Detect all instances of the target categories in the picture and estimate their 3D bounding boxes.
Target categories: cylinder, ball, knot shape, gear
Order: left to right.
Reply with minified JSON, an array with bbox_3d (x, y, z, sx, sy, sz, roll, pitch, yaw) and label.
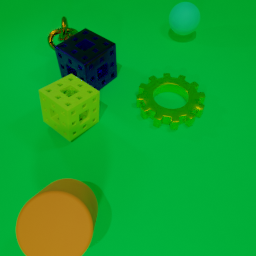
[{"bbox_3d":[-1.171,1.586,4.948,1.203,1.203,1.203,0,89,-2],"label":"cylinder"},{"bbox_3d":[-2.110,-3.122,9.386,0.526,1.139,1.066,37,25,10],"label":"knot shape"},{"bbox_3d":[1.220,-0.813,8.095,1.933,0.358,1.933,0,51,0],"label":"gear"},{"bbox_3d":[1.940,-3.756,9.638,1.064,1.064,1.064,0,51,0],"label":"ball"}]

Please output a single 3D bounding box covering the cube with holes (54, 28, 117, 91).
[{"bbox_3d":[-1.219,-1.972,8.446,1.251,1.251,1.251,34,59,24],"label":"cube with holes"}]

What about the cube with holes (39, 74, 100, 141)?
[{"bbox_3d":[-1.505,-0.553,7.338,1.064,1.064,1.064,34,50,24],"label":"cube with holes"}]
